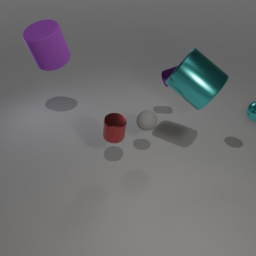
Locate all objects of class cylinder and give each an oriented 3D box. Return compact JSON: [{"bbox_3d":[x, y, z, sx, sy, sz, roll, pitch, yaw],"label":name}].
[{"bbox_3d":[2.134,-1.518,8.765,1.400,1.400,1.400,40,38,0],"label":"cylinder"},{"bbox_3d":[-3.091,-3.170,10.766,1.400,1.400,1.400,-6,51,7],"label":"cylinder"},{"bbox_3d":[-0.422,0.003,8.788,0.700,0.700,0.700,5,42,-4],"label":"cylinder"},{"bbox_3d":[1.817,-2.094,11.389,0.700,0.700,0.700,-14,22,29],"label":"cylinder"}]

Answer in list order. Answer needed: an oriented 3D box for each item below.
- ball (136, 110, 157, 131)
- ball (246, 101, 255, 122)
[{"bbox_3d":[0.635,-0.248,9.416,0.700,0.700,0.700,0,31,0],"label":"ball"},{"bbox_3d":[4.258,-0.537,9.199,0.700,0.700,0.700,0,31,0],"label":"ball"}]
